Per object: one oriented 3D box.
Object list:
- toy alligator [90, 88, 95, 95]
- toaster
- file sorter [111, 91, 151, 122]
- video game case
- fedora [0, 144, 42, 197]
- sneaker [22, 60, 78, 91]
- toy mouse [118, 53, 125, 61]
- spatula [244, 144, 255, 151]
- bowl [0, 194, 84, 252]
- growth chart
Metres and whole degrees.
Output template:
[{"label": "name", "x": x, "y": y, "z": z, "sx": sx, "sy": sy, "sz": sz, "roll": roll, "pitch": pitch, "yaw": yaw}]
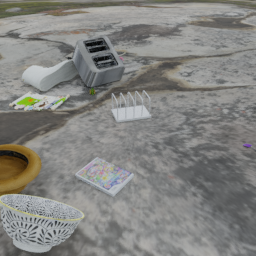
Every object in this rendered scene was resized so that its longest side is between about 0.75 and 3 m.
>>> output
[{"label": "toy alligator", "x": -1.693, "y": -1.786, "z": 13.302, "sx": 0.255, "sy": 0.185, "sz": 0.770, "roll": -4, "pitch": 32, "yaw": -8}, {"label": "toaster", "x": -1.554, "y": -3.286, "z": 13.900, "sx": 2.326, "sy": 1.380, "sz": 2.103, "roll": -19, "pitch": 71, "yaw": -28}, {"label": "file sorter", "x": 0.120, "y": -0.915, "z": 11.230, "sx": 1.421, "sy": 0.885, "sz": 0.986, "roll": -8, "pitch": 33, "yaw": -13}, {"label": "video game case", "x": -0.687, "y": 1.388, "z": 8.202, "sx": 1.411, "sy": 0.127, "sz": 1.010, "roll": 20, "pitch": 37, "yaw": 29}, {"label": "fedora", "x": -3.429, "y": 1.278, "z": 7.693, "sx": 2.087, "sy": 0.851, "sz": 2.087, "roll": 4, "pitch": 32, "yaw": -3}, {"label": "sneaker", "x": -3.964, "y": -2.935, "z": 14.327, "sx": 1.694, "sy": 1.080, "sz": 2.932, "roll": 22, "pitch": 39, "yaw": 27}, {"label": "toy mouse", "x": -1.046, "y": -3.895, "z": 16.306, "sx": 2.773, "sy": 0.537, "sz": 2.464, "roll": 29, "pitch": 42, "yaw": 33}, {"label": "spatula", "x": 4.221, "y": 0.706, "z": 9.348, "sx": 0.218, "sy": 0.079, "sz": 0.771, "roll": -16, "pitch": 37, "yaw": -34}, {"label": "bowl", "x": -1.945, "y": 2.098, "z": 6.040, "sx": 1.842, "sy": 0.864, "sz": 1.842, "roll": 14, "pitch": -8, "yaw": 2}, {"label": "growth chart", "x": -3.886, "y": -1.155, "z": 12.290, "sx": 2.215, "sy": 0.196, "sz": 1.603, "roll": 7, "pitch": 33, "yaw": 12}]
